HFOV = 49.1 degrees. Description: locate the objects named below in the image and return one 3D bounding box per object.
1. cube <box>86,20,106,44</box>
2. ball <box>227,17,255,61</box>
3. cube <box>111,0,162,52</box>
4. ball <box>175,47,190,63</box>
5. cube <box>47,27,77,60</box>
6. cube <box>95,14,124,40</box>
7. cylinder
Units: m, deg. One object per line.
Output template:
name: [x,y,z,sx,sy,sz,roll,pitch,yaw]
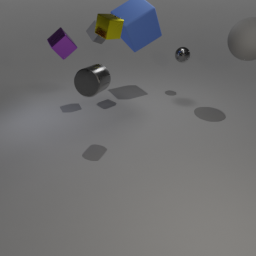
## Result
cube: [-1.415,-4.540,13.307,0.700,0.700,0.700,-6,60,-57]
ball: [4.075,-2.968,9.382,1.400,1.400,1.400,0,29,0]
cube: [0.352,-4.335,11.657,1.400,1.400,1.400,-33,53,-2]
ball: [2.505,-3.361,12.854,0.700,0.700,0.700,0,29,0]
cube: [-2.406,-3.084,10.243,0.700,0.700,0.700,-39,48,7]
cube: [-0.681,-3.660,10.101,0.700,0.700,0.700,-21,47,-42]
cylinder: [-0.881,-1.196,7.013,0.700,0.700,0.700,10,24,17]
